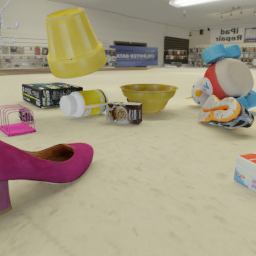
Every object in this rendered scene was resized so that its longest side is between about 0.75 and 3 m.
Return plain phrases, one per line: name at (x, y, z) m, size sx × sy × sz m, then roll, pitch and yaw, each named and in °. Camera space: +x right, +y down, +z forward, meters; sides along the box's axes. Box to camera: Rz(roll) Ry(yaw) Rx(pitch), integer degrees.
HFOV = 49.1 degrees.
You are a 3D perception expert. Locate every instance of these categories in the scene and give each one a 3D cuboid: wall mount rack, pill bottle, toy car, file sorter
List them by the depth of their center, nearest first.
file sorter at (-3.422, -0.282, 8.535) m, size 0.805 × 0.727 × 1.159 m, roll -11°, pitch 18°, yaw -36°
wall mount rack at (-3.901, -3.690, 8.944) m, size 0.700 × 1.631 × 1.877 m, roll -9°, pitch -5°, yaw -27°
pill bottle at (-1.632, -0.925, 10.484) m, size 0.953 × 0.953 × 1.695 m, roll 14°, pitch 20°, yaw 43°
toy car at (3.428, -1.605, 11.575) m, size 2.514 × 2.620 × 2.842 m, roll -15°, pitch -8°, yaw -43°

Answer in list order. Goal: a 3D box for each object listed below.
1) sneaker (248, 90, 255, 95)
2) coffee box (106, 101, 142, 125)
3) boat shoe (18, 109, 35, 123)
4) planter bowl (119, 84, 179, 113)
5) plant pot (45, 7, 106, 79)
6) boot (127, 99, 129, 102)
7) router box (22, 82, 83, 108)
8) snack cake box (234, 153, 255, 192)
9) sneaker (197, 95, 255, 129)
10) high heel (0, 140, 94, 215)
sneaker at (6.057, -1.595, 13.717) m, size 0.700 × 0.588 × 1.785 m, roll 6°, pitch 16°, yaw 13°
coffee box at (-0.126, -0.526, 9.563) m, size 1.178 × 0.666 × 0.470 m, roll 5°, pitch 16°, yaw 19°
boat shoe at (-3.616, -0.447, 9.837) m, size 0.464 × 0.370 × 1.226 m, roll -11°, pitch 19°, yaw -36°
planter bowl at (0.834, -1.177, 11.357) m, size 2.366 × 0.986 × 2.366 m, roll 0°, pitch 16°, yaw 0°
plant pot at (-1.990, -3.109, 10.046) m, size 2.116 × 1.991 × 2.116 m, roll -7°, pitch 34°, yaw 5°
boot at (0.528, -1.451, 13.646) m, size 1.247 × 0.409 × 1.027 m, roll -8°, pitch 14°, yaw -11°
router box at (-3.634, -1.632, 13.336) m, size 2.040 × 0.846 × 2.723 m, roll -11°, pitch 18°, yaw -35°
snack cake box at (2.811, 0.765, 5.052) m, size 1.499 × 0.503 × 0.862 m, roll -6°, pitch 18°, yaw -19°
sneaker at (3.046, -0.422, 9.026) m, size 0.968 × 0.981 × 2.507 m, roll 27°, pitch 5°, yaw -11°
high heel at (-1.518, 0.348, 4.871) m, size 0.980 × 1.398 × 2.908 m, roll 7°, pitch 16°, yaw 24°
